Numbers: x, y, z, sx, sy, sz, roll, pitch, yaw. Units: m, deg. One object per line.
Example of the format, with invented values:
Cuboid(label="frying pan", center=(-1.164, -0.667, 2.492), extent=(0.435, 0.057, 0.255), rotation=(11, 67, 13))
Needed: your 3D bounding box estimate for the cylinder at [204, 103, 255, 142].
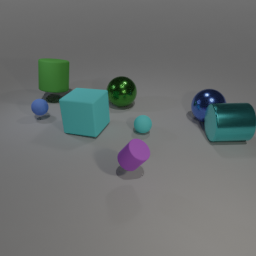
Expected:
Cuboid(label="cylinder", center=(3.685, -0.212, 10.230), extent=(1.400, 1.400, 1.400), rotation=(-1, 29, -2))

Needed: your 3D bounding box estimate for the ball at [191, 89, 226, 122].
Cuboid(label="ball", center=(3.300, -0.901, 11.466), extent=(1.400, 1.400, 1.400), rotation=(0, 29, 0))

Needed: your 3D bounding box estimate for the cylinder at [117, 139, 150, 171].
Cuboid(label="cylinder", center=(0.159, 0.769, 7.963), extent=(0.700, 0.700, 0.700), rotation=(19, 48, -23))

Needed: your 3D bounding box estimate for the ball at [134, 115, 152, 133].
Cuboid(label="ball", center=(0.572, -0.152, 10.790), extent=(0.700, 0.700, 0.700), rotation=(0, 29, 0))

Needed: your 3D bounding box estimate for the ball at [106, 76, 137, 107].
Cuboid(label="ball", center=(-0.289, -1.656, 12.795), extent=(1.400, 1.400, 1.400), rotation=(0, 29, 0))

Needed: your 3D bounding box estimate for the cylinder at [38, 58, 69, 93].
Cuboid(label="cylinder", center=(-3.488, -2.488, 13.196), extent=(1.400, 1.400, 1.400), rotation=(5, 18, -2))

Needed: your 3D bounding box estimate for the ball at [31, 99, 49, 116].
Cuboid(label="ball", center=(-3.694, -0.873, 11.742), extent=(0.700, 0.700, 0.700), rotation=(0, 29, 0))

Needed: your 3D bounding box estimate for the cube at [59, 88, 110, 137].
Cuboid(label="cube", center=(-1.635, -0.645, 10.897), extent=(1.400, 1.400, 1.400), rotation=(7, 29, 18))
